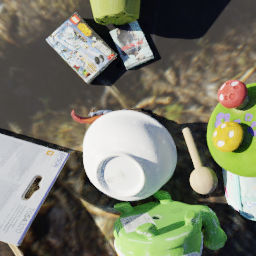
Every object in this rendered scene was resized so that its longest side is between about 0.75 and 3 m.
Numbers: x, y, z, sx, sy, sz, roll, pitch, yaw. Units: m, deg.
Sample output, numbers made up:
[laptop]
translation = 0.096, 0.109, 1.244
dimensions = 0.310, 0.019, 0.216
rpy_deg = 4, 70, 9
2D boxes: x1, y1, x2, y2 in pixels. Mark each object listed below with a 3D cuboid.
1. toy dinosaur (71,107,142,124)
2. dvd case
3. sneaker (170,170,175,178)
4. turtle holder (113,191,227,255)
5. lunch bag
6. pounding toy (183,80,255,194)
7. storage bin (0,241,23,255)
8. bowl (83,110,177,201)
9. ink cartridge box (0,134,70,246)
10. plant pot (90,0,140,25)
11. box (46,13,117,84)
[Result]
[toy dinosaur]
translation = -0.236, -0.024, 6.500
dimensions = 1.452, 1.600, 0.840
rpy_deg = 7, 100, 33
[dvd case]
translation = 0.099, -2.118, 7.140
dimensions = 0.777, 0.117, 1.065
rpy_deg = -23, 87, -2
[sneaker]
translation = 0.101, 0.665, 6.674
dimensions = 2.160, 0.977, 0.718
rpy_deg = 27, 64, -22
[turtle holder]
translation = 0.840, 2.428, 6.194
dimensions = 2.350, 1.785, 1.669
rpy_deg = -15, 102, -42
[lunch bag]
translation = 3.627, 1.007, 6.464
dimensions = 2.696, 1.039, 2.162
rpy_deg = -5, 86, 0
[pounding toy]
translation = 1.613, 0.014, 4.605
dimensions = 2.117, 0.982, 1.634
rpy_deg = -38, 45, 34
[storage bin]
translation = -3.610, 2.924, 5.884
dimensions = 2.297, 1.077, 2.281
rpy_deg = -33, 86, -28
[bowl]
translation = -0.072, 0.783, 6.046
dimensions = 2.189, 0.984, 2.189
rpy_deg = 4, 113, 10
[ink cartridge box]
translation = -2.885, 1.132, 5.858
dimensions = 2.592, 2.544, 0.561
rpy_deg = 17, 125, 1
[plant pot]
translation = -0.312, -3.380, 6.589
dimensions = 1.737, 1.737, 1.650
rpy_deg = -5, 98, 0
[box]
translation = -1.157, -1.992, 7.036
dimensions = 1.026, 0.299, 1.499
rpy_deg = -43, 87, -3
